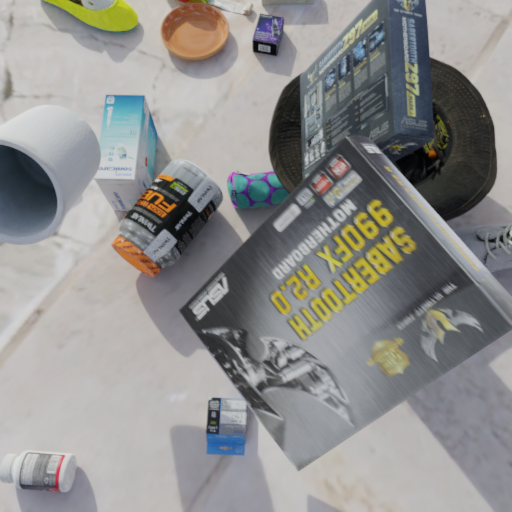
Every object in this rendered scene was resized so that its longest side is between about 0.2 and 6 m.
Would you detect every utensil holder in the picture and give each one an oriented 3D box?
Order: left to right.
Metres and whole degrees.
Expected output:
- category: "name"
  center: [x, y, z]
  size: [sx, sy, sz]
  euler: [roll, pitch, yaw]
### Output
- category: "utensil holder"
  center: [-2.977, -1.167, 7.535]
  size: [1.426, 1.426, 1.679]
  euler: [6, 31, 2]

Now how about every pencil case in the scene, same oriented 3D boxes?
- category: "pencil case"
  center: [0.291, -1.372, 10.770]
  size: [1.649, 0.762, 0.702]
  euler: [-11, 28, -6]

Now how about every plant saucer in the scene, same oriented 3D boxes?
- category: "plant saucer"
  center: [-1.345, -4.903, 12.347]
  size: [1.516, 0.284, 1.516]
  euler: [0, 69, -1]

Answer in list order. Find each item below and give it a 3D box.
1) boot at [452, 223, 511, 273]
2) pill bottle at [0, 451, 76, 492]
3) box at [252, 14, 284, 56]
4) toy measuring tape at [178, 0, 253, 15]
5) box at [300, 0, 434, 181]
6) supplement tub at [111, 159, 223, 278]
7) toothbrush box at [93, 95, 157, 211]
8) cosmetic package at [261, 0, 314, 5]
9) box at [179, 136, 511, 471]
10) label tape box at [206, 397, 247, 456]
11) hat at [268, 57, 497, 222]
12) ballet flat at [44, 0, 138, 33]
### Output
- category: "boot"
  center: [4.462, -0.324, 10.030]
  size: [2.900, 1.386, 1.067]
  euler: [-12, 70, -5]
- category: "pill bottle"
  center: [-3.514, 3.462, 9.034]
  size: [1.073, 0.594, 0.594]
  euler: [4, 69, 1]
- category: "box"
  center: [0.264, -4.841, 12.258]
  size: [0.568, 0.400, 0.767]
  euler: [11, 70, 5]
- category: "toy measuring tape"
  center: [-1.162, -5.984, 12.495]
  size: [2.234, 0.822, 0.822]
  euler: [18, 70, 7]
- category: "box"
  center: [1.489, -2.254, 8.243]
  size: [0.675, 2.645, 2.086]
  euler: [3, 79, -22]
- category: "supplement tub"
  center: [-1.632, -0.674, 10.249]
  size: [1.234, 1.234, 2.014]
  euler: [32, 72, 11]
- category: "toothbrush box"
  center: [-2.440, -1.933, 10.667]
  size: [0.774, 1.329, 1.815]
  euler: [2, 69, 2]
- category: "cosmetic package"
  center: [0.710, -6.088, 12.708]
  size: [1.214, 0.432, 0.639]
  euler: [-3, 69, -1]
- category: "box"
  center: [0.938, 0.671, 6.979]
  size: [3.408, 0.824, 2.699]
  euler: [-44, 76, 29]
- category: "label tape box"
  center: [-0.498, 2.863, 9.424]
  size: [0.660, 0.290, 0.915]
  euler: [2, 69, 1]
- category: "hat"
  center: [2.224, -1.877, 10.486]
  size: [4.116, 1.661, 4.116]
  euler: [1, 70, -2]
- category: "ballet flat"
  center: [-3.878, -5.760, 12.333]
  size: [2.681, 0.898, 0.896]
  euler: [26, 70, 9]
